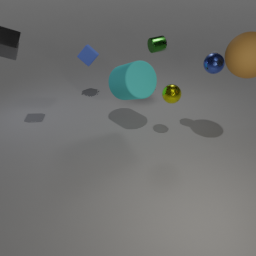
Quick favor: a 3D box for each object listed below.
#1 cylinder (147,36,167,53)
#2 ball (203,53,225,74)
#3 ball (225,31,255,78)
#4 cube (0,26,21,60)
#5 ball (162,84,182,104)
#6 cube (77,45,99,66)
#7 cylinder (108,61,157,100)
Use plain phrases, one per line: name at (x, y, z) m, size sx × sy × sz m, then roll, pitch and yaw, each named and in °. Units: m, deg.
cylinder at (1.385, -3.985, 13.339) m, size 0.700 × 0.700 × 0.700 m, roll -17°, pitch 34°, yaw -17°
ball at (2.929, -2.198, 9.545) m, size 0.700 × 0.700 × 0.700 m, roll 0°, pitch 30°, yaw 0°
ball at (3.721, -2.238, 8.637) m, size 1.400 × 1.400 × 1.400 m, roll 0°, pitch 30°, yaw 0°
cube at (-3.996, -2.803, 9.298) m, size 0.700 × 0.700 × 0.700 m, roll 11°, pitch 64°, yaw -24°
ball at (1.586, -1.233, 10.154) m, size 0.700 × 0.700 × 0.700 m, roll 0°, pitch 30°, yaw 0°
cube at (-1.884, -3.448, 13.286) m, size 0.700 × 0.700 × 0.700 m, roll 40°, pitch 14°, yaw -13°
cylinder at (0.161, -1.806, 10.851) m, size 1.400 × 1.400 × 1.400 m, roll -19°, pitch 12°, yaw -29°
